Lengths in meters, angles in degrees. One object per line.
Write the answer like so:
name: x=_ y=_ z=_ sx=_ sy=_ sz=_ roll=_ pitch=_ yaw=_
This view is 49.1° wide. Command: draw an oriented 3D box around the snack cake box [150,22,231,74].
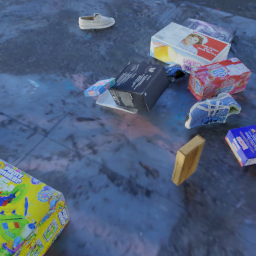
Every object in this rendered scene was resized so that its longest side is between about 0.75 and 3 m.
snack cake box: x=2.616 y=-3.357 z=12.052 sx=2.911 sy=0.978 sz=1.674 roll=31 pitch=54 yaw=24

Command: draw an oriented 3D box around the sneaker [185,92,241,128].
sneaker: x=2.940 y=-0.551 z=9.697 sx=2.269 sy=0.859 sz=0.874 roll=-27 pitch=51 yaw=-20

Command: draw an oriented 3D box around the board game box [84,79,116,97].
board game box: x=-0.955 y=-1.376 z=9.523 sx=0.697 sy=0.206 sz=0.916 roll=-1 pitch=30 yaw=38

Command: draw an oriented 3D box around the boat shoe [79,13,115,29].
boat shoe: x=-1.573 y=-5.445 z=14.095 sx=1.801 sy=0.629 sz=0.639 roll=-7 pitch=49 yaw=-6

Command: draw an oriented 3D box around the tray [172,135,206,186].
tray: x=1.651 y=0.937 z=7.745 sx=0.775 sy=1.570 sz=0.291 roll=-34 pitch=57 yaw=-23

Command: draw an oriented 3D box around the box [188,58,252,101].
box: x=3.464 y=-1.835 z=10.726 sx=2.052 sy=0.979 sz=1.023 roll=-17 pitch=51 yaw=-14

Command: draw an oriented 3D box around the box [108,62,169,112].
box: x=0.395 y=-1.509 z=10.056 sx=1.559 sy=0.916 sz=1.534 roll=16 pitch=56 yaw=36

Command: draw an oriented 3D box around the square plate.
square plate: x=-0.190 y=-1.226 z=10.706 sx=1.592 sy=0.226 sz=1.577 roll=15 pitch=51 yaw=13

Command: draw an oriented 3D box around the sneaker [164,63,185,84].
sneaker: x=1.568 y=-2.125 z=11.220 sx=1.624 sy=0.638 sz=0.724 roll=-18 pitch=49 yaw=-16

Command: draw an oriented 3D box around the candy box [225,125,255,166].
candy box: x=4.076 y=0.513 z=8.985 sx=1.407 sy=0.542 sz=1.190 roll=-9 pitch=51 yaw=-9

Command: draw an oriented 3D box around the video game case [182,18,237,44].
video game case: x=3.770 y=-4.570 z=13.609 sx=2.557 sy=0.243 sz=1.826 roll=23 pitch=53 yaw=20

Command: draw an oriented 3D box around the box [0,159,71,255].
box: x=-3.073 y=2.277 z=6.868 sx=2.323 sy=1.417 sz=2.238 roll=23 pitch=53 yaw=20
